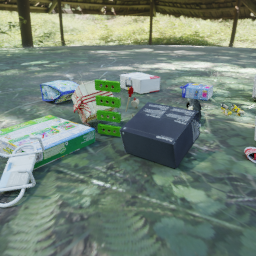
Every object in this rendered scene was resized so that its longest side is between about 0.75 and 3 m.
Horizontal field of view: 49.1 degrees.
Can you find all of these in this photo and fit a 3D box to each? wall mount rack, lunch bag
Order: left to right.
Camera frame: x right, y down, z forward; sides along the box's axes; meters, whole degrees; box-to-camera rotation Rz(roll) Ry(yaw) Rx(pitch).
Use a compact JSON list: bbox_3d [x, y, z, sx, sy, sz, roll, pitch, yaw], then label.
[{"bbox_3d":[-3.298,0.936,7.262,1.992,0.855,2.292,-8,36,1],"label":"wall mount rack"},{"bbox_3d":[-3.529,-1.960,14.940,1.758,1.120,1.494,4,19,38],"label":"lunch bag"}]

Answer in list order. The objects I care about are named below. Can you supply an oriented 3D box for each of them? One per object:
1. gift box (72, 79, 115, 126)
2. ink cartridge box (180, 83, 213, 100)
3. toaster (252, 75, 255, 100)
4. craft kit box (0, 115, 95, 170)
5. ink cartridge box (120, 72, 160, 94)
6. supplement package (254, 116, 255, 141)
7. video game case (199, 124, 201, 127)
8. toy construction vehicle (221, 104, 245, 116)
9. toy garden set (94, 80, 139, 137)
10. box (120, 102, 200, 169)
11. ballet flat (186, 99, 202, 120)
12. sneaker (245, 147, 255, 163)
[{"bbox_3d":[-1.366,-0.951,11.041,1.417,1.517,1.400,-20,-11,-26],"label":"gift box"},{"bbox_3d":[3.824,-2.091,15.939,1.732,0.661,1.181,10,23,28],"label":"ink cartridge box"},{"bbox_3d":[7.805,-2.255,15.043,1.822,1.603,2.821,9,21,29],"label":"toaster"},{"bbox_3d":[-2.961,0.348,9.754,2.588,0.636,2.621,19,28,35],"label":"craft kit box"},{"bbox_3d":[0.735,-2.825,17.428,1.575,0.914,2.134,-14,23,-32],"label":"ink cartridge box"},{"bbox_3d":[5.480,-0.102,9.900,1.721,1.006,1.010,-21,29,-19],"label":"supplement package"},{"bbox_3d":[2.373,-0.214,11.779,1.128,0.098,0.806,-1,21,-11],"label":"video game case"},{"bbox_3d":[4.859,-0.803,13.103,0.945,0.382,1.085,7,22,-12],"label":"toy construction vehicle"},{"bbox_3d":[-0.277,-0.695,10.088,1.731,2.076,0.414,8,28,17],"label":"toy garden set"},{"bbox_3d":[1.044,0.148,8.975,1.924,1.002,1.752,15,43,34],"label":"box"},{"bbox_3d":[2.839,-0.750,12.323,0.702,0.822,2.472,-13,9,19],"label":"ballet flat"},{"bbox_3d":[4.217,0.838,8.736,1.049,0.374,0.590,0,16,20],"label":"sneaker"}]
